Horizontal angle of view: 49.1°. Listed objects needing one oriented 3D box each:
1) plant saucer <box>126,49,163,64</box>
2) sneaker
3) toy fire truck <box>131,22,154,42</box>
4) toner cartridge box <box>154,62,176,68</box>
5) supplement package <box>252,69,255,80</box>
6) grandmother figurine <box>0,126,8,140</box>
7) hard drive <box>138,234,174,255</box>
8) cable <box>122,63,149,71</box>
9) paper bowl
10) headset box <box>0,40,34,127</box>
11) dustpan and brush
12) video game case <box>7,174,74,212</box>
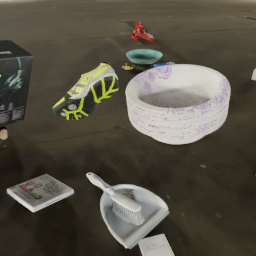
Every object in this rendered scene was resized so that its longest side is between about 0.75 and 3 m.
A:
[{"bbox_3d":[0.844,-3.681,14.549,1.883,0.338,1.883,0,32,0],"label":"plant saucer"},{"bbox_3d":[-1.260,-1.023,8.263,2.344,0.884,0.896,-28,52,21],"label":"sneaker"},{"bbox_3d":[0.991,-6.159,18.269,1.393,0.930,1.659,21,30,-12],"label":"toy fire truck"},{"bbox_3d":[2.092,-2.317,12.171,1.029,0.468,2.167,-15,34,-23],"label":"toner cartridge box"},{"bbox_3d":[5.829,-2.417,12.364,0.425,0.442,0.777,21,37,29],"label":"supplement package"},{"bbox_3d":[-4.110,0.136,7.989,1.407,0.703,2.320,9,34,-3],"label":"grandmother figurine"},{"bbox_3d":[0.552,2.281,4.966,0.519,0.105,0.787,-9,32,-14],"label":"hard drive"},{"bbox_3d":[0.354,-2.867,13.426,1.254,0.316,0.609,15,15,1],"label":"cable"},{"bbox_3d":[1.428,-0.646,8.252,2.891,1.503,2.891,-5,37,4],"label":"paper bowl"},{"bbox_3d":[-3.735,-1.138,7.375,1.069,2.304,2.006,35,34,20],"label":"headset box"},{"bbox_3d":[-0.240,1.477,5.859,1.868,0.534,1.303,21,37,40],"label":"dustpan and brush"},{"bbox_3d":[-1.915,1.379,6.126,1.091,0.129,0.993,16,23,39],"label":"video game case"}]
